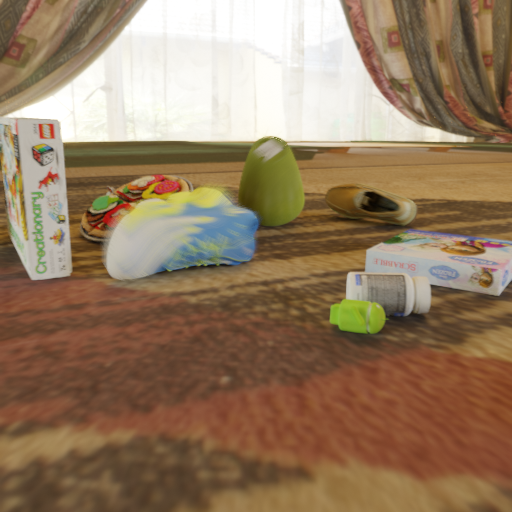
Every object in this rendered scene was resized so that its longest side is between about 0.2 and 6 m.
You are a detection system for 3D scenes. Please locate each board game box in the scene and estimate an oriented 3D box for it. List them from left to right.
[{"bbox_3d":[-3.653,-1.114,9.046,0.601,2.194,3.475,-7,16,-27],"label":"board game box"},{"bbox_3d":[2.822,0.028,8.254,1.837,0.378,1.832,9,17,32],"label":"board game box"}]

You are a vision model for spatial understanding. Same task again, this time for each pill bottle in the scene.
[{"bbox_3d":[1.500,0.440,6.416,0.886,0.504,0.504,1,14,4],"label":"pill bottle"}]

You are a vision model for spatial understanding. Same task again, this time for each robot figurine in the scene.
[{"bbox_3d":[1.091,0.644,5.945,0.587,0.340,0.515,5,2,21],"label":"robot figurine"}]

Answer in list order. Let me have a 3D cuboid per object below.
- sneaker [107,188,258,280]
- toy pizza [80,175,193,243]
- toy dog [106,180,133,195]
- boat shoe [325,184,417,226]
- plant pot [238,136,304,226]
[{"bbox_3d":[-0.876,-0.303,8.258,1.459,1.052,2.778,18,31,20],"label":"sneaker"},{"bbox_3d":[-2.298,-1.010,10.581,2.259,0.358,2.259,-13,33,9],"label":"toy pizza"},{"bbox_3d":[-3.321,-1.577,13.905,1.404,0.676,0.926,7,16,25],"label":"toy dog"},{"bbox_3d":[2.266,-1.167,11.767,2.156,0.773,0.821,13,1,41],"label":"boat shoe"},{"bbox_3d":[0.297,-1.610,11.259,1.418,1.516,1.418,-1,56,1],"label":"plant pot"}]
